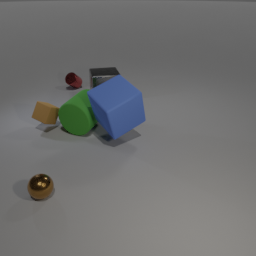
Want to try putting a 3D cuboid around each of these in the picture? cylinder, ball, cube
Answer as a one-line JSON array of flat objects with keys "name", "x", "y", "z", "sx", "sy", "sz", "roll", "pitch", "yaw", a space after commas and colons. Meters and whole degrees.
[{"name": "cylinder", "x": -2.981, "y": -2.610, "z": 15.394, "sx": 0.700, "sy": 0.700, "sz": 0.700, "roll": 12, "pitch": -6, "yaw": 21}, {"name": "ball", "x": -2.407, "y": 1.608, "z": 7.719, "sx": 0.700, "sy": 0.700, "sz": 0.700, "roll": 0, "pitch": 28, "yaw": 0}, {"name": "cylinder", "x": -1.789, "y": -0.637, "z": 11.094, "sx": 1.400, "sy": 1.400, "sz": 1.400, "roll": 11, "pitch": 34, "yaw": 19}, {"name": "cube", "x": -3.225, "y": -0.591, "z": 11.065, "sx": 0.700, "sy": 0.700, "sz": 0.700, "roll": 24, "pitch": 7, "yaw": 18}, {"name": "cube", "x": -0.385, "y": -0.753, "z": 9.909, "sx": 1.400, "sy": 1.400, "sz": 1.400, "roll": -31, "pitch": 50, "yaw": -17}, {"name": "cube", "x": -1.160, "y": -2.168, "z": 14.097, "sx": 1.400, "sy": 1.400, "sz": 1.400, "roll": -6, "pitch": 29, "yaw": -11}]
